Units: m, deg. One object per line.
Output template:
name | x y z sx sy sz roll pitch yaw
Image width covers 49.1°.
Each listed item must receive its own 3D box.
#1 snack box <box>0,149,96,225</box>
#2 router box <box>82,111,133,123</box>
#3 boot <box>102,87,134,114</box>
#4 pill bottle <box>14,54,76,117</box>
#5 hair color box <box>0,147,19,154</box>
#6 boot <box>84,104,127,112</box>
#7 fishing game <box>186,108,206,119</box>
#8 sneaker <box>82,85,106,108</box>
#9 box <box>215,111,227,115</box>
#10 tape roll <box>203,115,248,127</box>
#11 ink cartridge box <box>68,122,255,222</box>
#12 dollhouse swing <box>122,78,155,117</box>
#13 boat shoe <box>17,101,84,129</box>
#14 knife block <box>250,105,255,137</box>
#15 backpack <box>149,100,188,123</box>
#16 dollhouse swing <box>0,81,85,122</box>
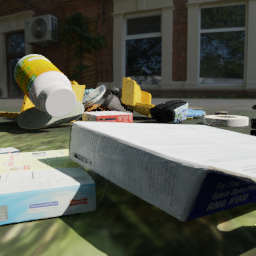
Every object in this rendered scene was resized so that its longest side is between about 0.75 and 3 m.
snack box | -1.182 0.650 3.700 1.106 0.353 1.904 -3 8 -20
router box | -0.869 -0.411 11.460 1.543 0.420 1.719 -4 8 -26
boot | -0.398 -1.131 13.473 1.426 0.756 2.166 32 28 -8
pill bottle | -2.723 -1.384 9.286 1.377 1.377 2.480 -6 34 -38
hair color box | -2.404 0.535 4.999 0.805 0.243 0.402 -6 10 -40
boot | -0.996 -0.875 13.375 2.202 0.844 1.710 -1 8 -10
fishing game | 2.949 -0.671 13.843 1.724 0.374 2.407 3 16 22
sneaker | -2.094 -1.405 12.992 2.328 1.005 0.903 -34 18 4
box | 5.178 -0.817 15.518 0.607 0.168 0.757 3 8 21
tape roll | 3.844 -0.296 11.055 1.694 0.309 1.694 1 8 0
ink cartridge box | 1.183 0.416 3.503 2.907 0.591 2.913 1 8 -37
dollhouse swing | 0.913 -1.463 13.412 1.728 1.787 1.966 -4 -15 28
boat shoe | -2.733 -0.363 10.098 2.341 0.817 0.834 -14 -18 -17
knife block | 4.571 0.063 7.173 0.856 2.350 2.677 -11 59 -52
backpack | 1.849 -0.694 11.645 1.221 1.150 1.496 6 34 44
dollhouse swing | -3.677 -1.239 11.764 2.584 2.349 2.272 5 -12 28
